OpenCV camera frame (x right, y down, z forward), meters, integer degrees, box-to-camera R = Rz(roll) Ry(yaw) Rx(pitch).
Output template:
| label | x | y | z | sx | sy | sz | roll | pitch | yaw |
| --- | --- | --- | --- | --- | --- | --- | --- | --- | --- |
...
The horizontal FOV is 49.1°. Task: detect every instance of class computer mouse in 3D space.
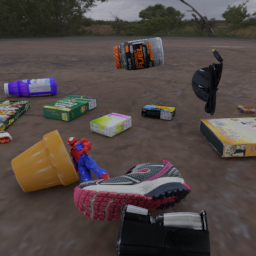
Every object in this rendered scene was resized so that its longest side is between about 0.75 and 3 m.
| label | x | y | z | sx | sy | sz | roll | pitch | yaw |
| --- | --- | --- | --- | --- | --- | --- | --- | --- | --- |
| computer mouse | 2.421 | -1.677 | 8.890 | 0.579 | 1.765 | 2.514 | 5 | 30 | 4 |

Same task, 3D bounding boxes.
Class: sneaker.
| label | x | y | z | sx | sy | sz | roll | pitch | yaw |
| --- | --- | --- | --- | --- | --- | --- | --- | --- | --- |
| sneaker | 0.054 | 1.044 | 4.875 | 2.109 | 0.850 | 0.787 | 2 | 45 | -33 |

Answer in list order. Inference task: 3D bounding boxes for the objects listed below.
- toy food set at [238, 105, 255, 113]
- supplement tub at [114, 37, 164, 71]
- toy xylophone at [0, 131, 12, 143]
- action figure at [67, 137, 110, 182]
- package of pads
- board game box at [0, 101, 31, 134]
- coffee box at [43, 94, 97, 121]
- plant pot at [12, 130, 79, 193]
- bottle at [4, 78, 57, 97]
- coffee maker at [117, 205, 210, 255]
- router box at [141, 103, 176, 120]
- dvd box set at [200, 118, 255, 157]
| label | x | y | z | sx | sy | sz | roll | pitch | yaw |
| --- | --- | --- | --- | --- | --- | --- | --- | --- | --- |
| toy food set | 4.469 | -0.686 | 10.509 | 0.590 | 0.146 | 0.928 | 6 | 15 | 13 |
| supplement tub | 0.398 | -2.711 | 10.383 | 1.753 | 1.074 | 1.074 | -8 | 22 | 5 |
| toy xylophone | -3.727 | 0.282 | 8.033 | 0.754 | 0.189 | 0.552 | -8 | 24 | -19 |
| action figure | -0.908 | 0.757 | 5.882 | 0.560 | 0.709 | 2.166 | 18 | 17 | -32 |
| package of pads | -0.497 | -0.115 | 8.759 | 0.865 | 0.382 | 1.119 | 16 | 28 | 36 |
| board game box | -4.526 | -0.425 | 9.639 | 1.450 | 0.325 | 2.768 | -2 | 22 | 1 |
| coffee box | -2.087 | -0.789 | 10.358 | 1.152 | 0.412 | 1.874 | 11 | 24 | 24 |
| plant pot | -1.732 | 0.776 | 5.778 | 1.060 | 1.158 | 1.158 | -24 | 29 | -14 |
| bottle | -4.283 | -1.784 | 12.410 | 2.175 | 0.710 | 0.908 | -6 | 24 | -14 |
| coffee maker | 0.469 | 1.644 | 3.859 | 1.223 | 0.824 | 1.175 | 2 | 23 | 7 |
| router box | 1.105 | -0.595 | 9.996 | 1.077 | 0.275 | 0.803 | 9 | 23 | 19 |
| dvd box set | 3.651 | 0.184 | 7.811 | 2.789 | 0.410 | 2.041 | -2 | 19 | -3 |
